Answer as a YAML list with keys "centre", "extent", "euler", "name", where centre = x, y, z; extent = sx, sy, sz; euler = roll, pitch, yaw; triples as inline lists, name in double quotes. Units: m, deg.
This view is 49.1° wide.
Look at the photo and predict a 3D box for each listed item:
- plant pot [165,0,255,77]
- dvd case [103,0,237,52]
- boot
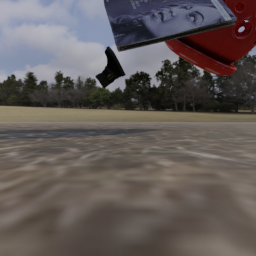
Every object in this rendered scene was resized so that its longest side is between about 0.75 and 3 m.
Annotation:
- centre: [2.544, -3.025, 8.040]
  extent: [2.742, 2.497, 2.742]
  euler: [23, 24, -11]
  name: "plant pot"
- centre: [0.791, -2.520, 6.034]
  extent: [2.432, 1.809, 0.194]
  euler: [-13, -37, -2]
  name: "dvd case"
- centre: [-0.786, -2.187, 10.288]
  extent: [1.053, 1.409, 0.530]
  euler: [-28, 41, 3]
  name: "boot"
